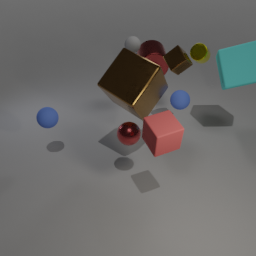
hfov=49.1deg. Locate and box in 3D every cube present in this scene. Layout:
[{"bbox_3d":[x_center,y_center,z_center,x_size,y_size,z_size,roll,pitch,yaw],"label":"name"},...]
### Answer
[{"bbox_3d":[4.139,-2.269,10.408,1.400,1.400,1.400,-11,2,15],"label":"cube"},{"bbox_3d":[0.799,0.126,6.577,0.700,0.700,0.700,-17,49,-17],"label":"cube"},{"bbox_3d":[0.191,-1.304,8.602,1.400,1.400,1.400,34,86,23],"label":"cube"},{"bbox_3d":[1.853,-2.505,10.398,0.700,0.700,0.700,8,52,-58],"label":"cube"}]

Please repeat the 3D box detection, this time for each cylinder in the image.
[{"bbox_3d":[2.955,-3.038,11.438,0.700,0.700,0.700,16,9,25],"label":"cylinder"},{"bbox_3d":[1.154,-3.237,13.306,1.400,1.400,1.400,-1,42,-2],"label":"cylinder"}]

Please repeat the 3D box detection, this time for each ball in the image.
[{"bbox_3d":[0.025,0.163,8.156,0.700,0.700,0.700,0,30,0],"label":"ball"},{"bbox_3d":[0.202,-3.639,12.220,0.700,0.700,0.700,0,30,0],"label":"ball"},{"bbox_3d":[-2.626,-0.337,9.147,0.700,0.700,0.700,0,30,0],"label":"ball"},{"bbox_3d":[1.849,-0.997,9.946,0.700,0.700,0.700,0,30,0],"label":"ball"}]
